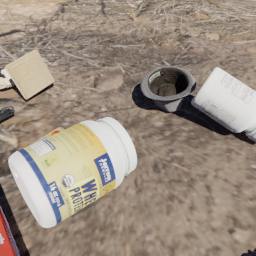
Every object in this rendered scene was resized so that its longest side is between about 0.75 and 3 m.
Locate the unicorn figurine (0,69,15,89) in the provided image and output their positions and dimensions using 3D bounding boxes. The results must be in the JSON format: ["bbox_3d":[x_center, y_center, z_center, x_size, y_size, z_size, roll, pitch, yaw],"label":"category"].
[{"bbox_3d":[-5.096,-1.759,9.482,2.032,1.092,2.958,9,15,10],"label":"unicorn figurine"}]

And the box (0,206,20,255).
[{"bbox_3d":[-2.541,2.352,4.726,1.300,1.358,2.724,-24,46,-25],"label":"box"}]

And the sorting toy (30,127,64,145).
[{"bbox_3d":[-1.877,0.535,7.754,1.112,0.200,1.493,-33,50,-32],"label":"sorting toy"}]

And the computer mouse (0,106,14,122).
[{"bbox_3d":[-4.996,-0.449,8.644,2.522,0.580,1.770,24,40,14],"label":"computer mouse"}]

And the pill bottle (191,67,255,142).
[{"bbox_3d":[3.044,-0.596,7.906,2.233,1.277,1.277,35,48,7],"label":"pill bottle"}]

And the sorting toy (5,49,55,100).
[{"bbox_3d":[-3.261,-1.795,9.387,0.243,1.234,1.333,5,40,46],"label":"sorting toy"}]

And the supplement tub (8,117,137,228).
[{"bbox_3d":[-1.153,0.859,6.196,2.374,1.714,1.714,-27,47,-28],"label":"supplement tub"}]

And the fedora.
[{"bbox_3d":[1.312,-1.175,9.085,1.721,0.879,1.946,-16,43,-3],"label":"fedora"}]
